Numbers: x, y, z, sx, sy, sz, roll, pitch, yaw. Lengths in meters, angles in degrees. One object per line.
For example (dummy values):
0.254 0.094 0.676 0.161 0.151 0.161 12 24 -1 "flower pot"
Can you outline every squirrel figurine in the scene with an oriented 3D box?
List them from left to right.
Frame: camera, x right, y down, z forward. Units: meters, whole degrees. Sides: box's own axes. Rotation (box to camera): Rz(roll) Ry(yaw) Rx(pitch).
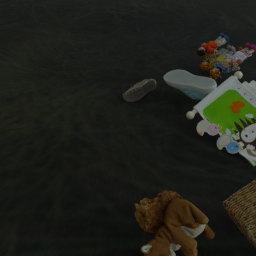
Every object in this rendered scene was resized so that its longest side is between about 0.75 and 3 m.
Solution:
0.607 1.610 4.449 1.076 0.816 1.152 -42 55 -9 "squirrel figurine"

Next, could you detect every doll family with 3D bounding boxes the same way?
3.098 -2.180 9.112 1.311 0.952 2.112 -33 36 -2 "doll family"

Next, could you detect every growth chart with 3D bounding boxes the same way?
3.022 -0.124 6.520 2.905 0.258 2.102 38 79 28 "growth chart"

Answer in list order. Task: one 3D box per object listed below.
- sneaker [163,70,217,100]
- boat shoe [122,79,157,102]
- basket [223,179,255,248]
1.757 -1.145 8.107 0.653 0.724 1.767 -39 43 -19 "sneaker"
0.316 -1.123 8.305 1.106 0.419 0.397 -27 28 -12 "boat shoe"
2.387 1.399 4.647 1.179 0.842 0.878 -36 14 1 "basket"
